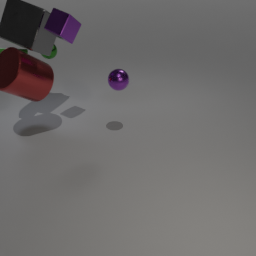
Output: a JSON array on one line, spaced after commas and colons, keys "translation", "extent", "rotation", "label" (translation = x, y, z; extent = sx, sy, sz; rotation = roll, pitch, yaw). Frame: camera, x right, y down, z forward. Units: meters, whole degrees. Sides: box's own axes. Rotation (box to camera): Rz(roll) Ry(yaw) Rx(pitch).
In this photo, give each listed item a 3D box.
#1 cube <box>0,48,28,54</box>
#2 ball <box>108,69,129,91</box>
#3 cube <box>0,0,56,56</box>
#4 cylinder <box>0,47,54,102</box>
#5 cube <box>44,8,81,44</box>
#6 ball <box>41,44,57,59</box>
[{"translation": [-4.080, -2.479, 10.037], "extent": [0.700, 0.700, 0.700], "rotation": [6, 16, 15], "label": "cube"}, {"translation": [-0.307, -1.563, 9.082], "extent": [0.700, 0.700, 0.700], "rotation": [0, 29, 0], "label": "ball"}, {"translation": [-3.438, -3.525, 9.873], "extent": [1.400, 1.400, 1.400], "rotation": [23, 10, 7], "label": "cube"}, {"translation": [-3.402, -1.700, 9.119], "extent": [1.400, 1.400, 1.400], "rotation": [22, 1, 33], "label": "cylinder"}, {"translation": [-2.024, -3.175, 8.734], "extent": [0.700, 0.700, 0.700], "rotation": [29, 5, 21], "label": "cube"}, {"translation": [-3.276, -3.201, 11.548], "extent": [0.700, 0.700, 0.700], "rotation": [0, 29, 0], "label": "ball"}]
